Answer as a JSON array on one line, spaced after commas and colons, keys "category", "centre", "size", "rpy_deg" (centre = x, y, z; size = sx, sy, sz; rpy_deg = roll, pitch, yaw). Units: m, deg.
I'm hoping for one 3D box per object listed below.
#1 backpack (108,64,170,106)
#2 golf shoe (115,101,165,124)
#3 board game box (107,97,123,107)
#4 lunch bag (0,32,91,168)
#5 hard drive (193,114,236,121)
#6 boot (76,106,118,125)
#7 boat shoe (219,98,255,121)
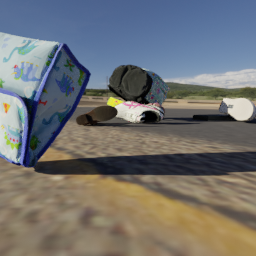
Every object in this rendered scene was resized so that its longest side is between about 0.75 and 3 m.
[{"category": "backpack", "centre": [0.651, -1.518, 11.467], "size": [2.095, 1.589, 2.510], "rpy_deg": [36, 4, 35]}, {"category": "golf shoe", "centre": [0.300, -0.502, 9.339], "size": [1.818, 0.660, 0.837], "rpy_deg": [0, 22, 12]}, {"category": "board game box", "centre": [-0.201, -0.932, 12.583], "size": [0.801, 0.375, 1.577], "rpy_deg": [26, 1, -36]}, {"category": "lunch bag", "centre": [-1.279, -0.336, 3.226], "size": [1.150, 1.352, 0.862], "rpy_deg": [17, -11, 24]}, {"category": "hard drive", "centre": [3.473, -0.417, 11.307], "size": [1.405, 0.231, 0.980], "rpy_deg": [-2, 6, -22]}, {"category": "boot", "centre": [-0.808, -0.396, 8.923], "size": [1.365, 0.470, 1.465], "rpy_deg": [-10, -1, 13]}, {"category": "boat shoe", "centre": [4.247, -0.612, 10.147], "size": [0.996, 0.802, 2.149], "rpy_deg": [17, 11, -12]}]
